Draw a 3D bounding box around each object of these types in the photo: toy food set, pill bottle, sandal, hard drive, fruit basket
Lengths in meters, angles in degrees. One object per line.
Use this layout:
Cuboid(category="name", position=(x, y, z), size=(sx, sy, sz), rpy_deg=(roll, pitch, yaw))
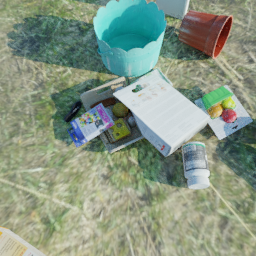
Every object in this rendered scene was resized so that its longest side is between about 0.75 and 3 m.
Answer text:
Cuboid(category="toy food set", position=(-0.375, -0.541, 10.523), size=(1.938, 0.816, 2.700), rpy_deg=(-25, 66, -12))
Cuboid(category="pill bottle", position=(2.319, 1.286, 9.585), size=(0.833, 0.833, 1.473), rpy_deg=(-1, 63, 0))
Cuboid(category="sandal", position=(-2.073, -0.606, 10.818), size=(0.211, 0.374, 0.985), rpy_deg=(25, 75, 33))
Cuboid(category="hard drive", position=(2.025, -6.030, 12.490), size=(1.517, 2.300, 0.302), rpy_deg=(26, 68, 13))
Cuboid(category="fruit basket", position=(3.626, -0.622, 10.722), size=(1.624, 0.822, 1.753), rpy_deg=(-28, 82, -13))

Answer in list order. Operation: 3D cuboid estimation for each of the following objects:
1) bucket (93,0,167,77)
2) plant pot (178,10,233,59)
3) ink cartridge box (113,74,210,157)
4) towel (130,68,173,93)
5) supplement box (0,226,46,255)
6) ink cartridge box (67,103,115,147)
Cuboid(category="bucket", position=(0.064, -3.662, 11.509), size=(2.952, 1.920, 2.952), rpy_deg=(0, 62, 0))
Cuboid(category="plant pot", position=(3.224, -4.098, 11.936), size=(1.762, 1.812, 1.812), rpy_deg=(27, 66, 23))
Cuboid(category="ink cartridge box", position=(1.162, -0.596, 10.324), size=(2.365, 0.731, 2.915), rpy_deg=(-32, 62, -34))
Cuboid(category="towel", position=(0.950, -1.794, 11.503), size=(1.466, 0.225, 1.094), rpy_deg=(-31, 66, -14))
Cuboid(category="supplement box", position=(-3.289, 4.118, 8.106), size=(2.367, 0.870, 1.492), rpy_deg=(27, 67, 13))
Cuboid(category="ink cartridge box", position=(-1.429, -0.105, 10.355), size=(1.650, 0.346, 0.984), rpy_deg=(-34, 59, -2))
